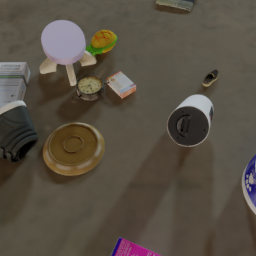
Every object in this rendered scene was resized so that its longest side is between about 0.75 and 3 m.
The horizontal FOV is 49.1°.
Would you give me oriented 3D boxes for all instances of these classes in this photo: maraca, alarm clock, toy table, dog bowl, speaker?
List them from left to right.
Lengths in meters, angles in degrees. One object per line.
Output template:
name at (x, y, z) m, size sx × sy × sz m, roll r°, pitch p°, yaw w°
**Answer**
toy table at (-2.064, -2.459, 9.272) m, size 1.938 × 1.235 × 2.109 m, roll -5°, pitch 53°, yaw -3°
alarm clock at (-1.278, -1.197, 8.853) m, size 0.878 × 0.433 × 1.301 m, roll 35°, pitch 59°, yaw 22°
maraca at (-0.958, -3.016, 9.995) m, size 0.924 × 0.721 × 1.347 m, roll 20°, pitch 55°, yaw 31°
speaker at (1.644, -0.274, 7.105) m, size 0.945 × 0.945 × 2.327 m, roll 20°, pitch 17°, yaw 14°
dog bowl at (4.005, 1.365, 6.721) m, size 2.229 × 0.878 × 2.229 m, roll 0°, pitch 54°, yaw 0°

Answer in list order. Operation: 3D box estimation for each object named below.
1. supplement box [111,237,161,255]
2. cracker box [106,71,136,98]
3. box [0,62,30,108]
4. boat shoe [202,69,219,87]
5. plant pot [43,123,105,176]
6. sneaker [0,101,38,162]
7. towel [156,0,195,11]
supplement box at (0.362, 2.947, 5.639) m, size 1.512 × 0.765 × 0.781 m, roll 20°, pitch 56°, yaw 14°
cracker box at (-0.220, -1.416, 9.121) m, size 0.582 × 0.251 × 0.869 m, roll -31°, pitch 59°, yaw -21°
box at (-4.247, -1.034, 8.686) m, size 1.930 × 0.510 × 2.475 m, roll -2°, pitch 53°, yaw -1°
boat shoe at (2.786, -1.705, 9.313) m, size 0.315 × 0.279 × 0.860 m, roll 30°, pitch 60°, yaw 20°
plant pot at (-1.503, 0.491, 7.756) m, size 1.718 × 0.236 × 1.718 m, roll 0°, pitch 54°, yaw -1°
sneaker at (-3.574, 0.526, 7.299) m, size 2.673 × 0.945 × 1.326 m, roll -34°, pitch 81°, yaw -6°
towel at (2.136, -5.746, 12.304) m, size 1.614 × 0.279 × 1.554 m, roll 16°, pitch 59°, yaw 9°
